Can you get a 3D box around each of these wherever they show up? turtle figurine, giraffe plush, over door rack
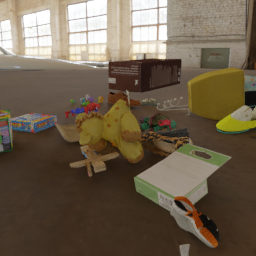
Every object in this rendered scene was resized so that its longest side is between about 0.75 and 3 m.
[{"bbox_3d":[1.082,-0.006,10.014,1.584,1.066,2.116,-14,15,-41],"label":"turtle figurine"},{"bbox_3d":[-0.613,0.089,8.021,1.652,2.038,1.758,-14,10,-9],"label":"giraffe plush"},{"bbox_3d":[2.734,-1.221,14.874,1.974,0.658,1.458,13,21,39],"label":"over door rack"}]

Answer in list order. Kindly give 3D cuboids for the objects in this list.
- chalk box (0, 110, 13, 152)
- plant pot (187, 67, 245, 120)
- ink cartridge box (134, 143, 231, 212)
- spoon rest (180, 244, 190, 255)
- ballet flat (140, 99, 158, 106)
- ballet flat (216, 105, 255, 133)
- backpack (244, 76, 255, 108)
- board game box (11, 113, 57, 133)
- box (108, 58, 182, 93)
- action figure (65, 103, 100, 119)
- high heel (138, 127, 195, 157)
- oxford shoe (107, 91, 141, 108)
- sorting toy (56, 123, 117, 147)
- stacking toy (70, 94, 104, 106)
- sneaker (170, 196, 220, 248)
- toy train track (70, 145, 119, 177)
[{"bbox_3d":[-4.400,0.153,9.110,1.120,1.115,1.801,-6,17,-21],"label":"chalk box"},{"bbox_3d":[4.123,-1.621,13.554,2.347,2.294,2.279,-3,15,8],"label":"plant pot"},{"bbox_3d":[1.261,1.067,6.388,1.862,0.446,1.355,-26,27,-31],"label":"ink cartridge box"},{"bbox_3d":[0.941,2.081,4.029,0.398,0.243,0.800,-3,29,-8],"label":"spoon rest"},{"bbox_3d":[1.218,-1.563,16.560,1.208,0.385,0.407,6,17,22],"label":"ballet flat"},{"bbox_3d":[4.965,-0.443,11.318,2.971,0.996,0.993,-4,28,-14],"label":"ballet flat"},{"bbox_3d":[6.186,-1.991,15.601,2.087,1.820,2.374,-11,12,-16],"label":"backpack"},{"bbox_3d":[-4.003,-0.246,11.831,1.414,0.404,1.444,6,17,23],"label":"board game box"},{"bbox_3d":[0.666,-1.916,9.845,1.348,1.009,2.692,12,22,35],"label":"box"},{"bbox_3d":[-1.945,-0.582,12.874,1.984,0.982,0.647,-16,6,38],"label":"action figure"},{"bbox_3d":[0.993,0.720,8.079,1.766,0.885,2.477,-12,19,9],"label":"high heel"},{"bbox_3d":[-0.271,-1.639,16.040,2.384,0.850,0.850,13,19,34],"label":"oxford shoe"},{"bbox_3d":[-1.337,0.286,10.149,2.149,0.386,2.885,-2,15,-23],"label":"sorting toy"},{"bbox_3d":[-2.510,-1.719,17.119,1.261,0.393,1.673,13,21,38],"label":"stacking toy"},{"bbox_3d":[1.168,1.717,4.994,0.394,0.479,1.040,-15,45,-33],"label":"sneaker"},{"bbox_3d":[-1.012,0.915,7.937,1.316,0.373,2.294,-12,13,-16],"label":"toy train track"}]
